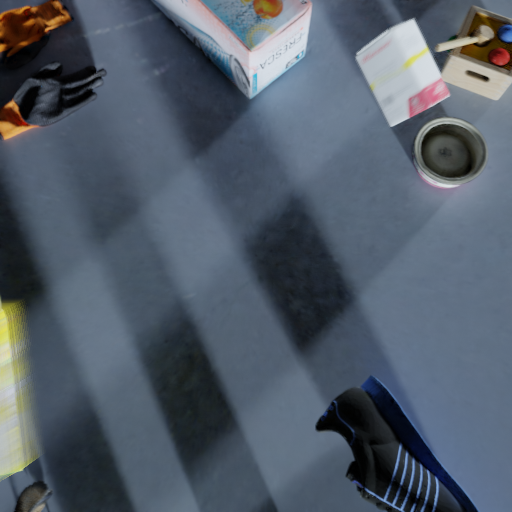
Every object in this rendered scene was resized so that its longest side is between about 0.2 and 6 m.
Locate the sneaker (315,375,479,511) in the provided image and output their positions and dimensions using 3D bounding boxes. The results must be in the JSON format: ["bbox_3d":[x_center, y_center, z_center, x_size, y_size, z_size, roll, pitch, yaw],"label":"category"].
[{"bbox_3d":[2.231,3.471,8.355,1.284,1.156,3.296,-35,72,-4],"label":"sneaker"}]

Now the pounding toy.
[{"bbox_3d":[4.043,-3.763,10.228,1.505,1.070,1.386,23,76,6],"label":"pounding toy"}]

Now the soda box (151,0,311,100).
[{"bbox_3d":[-1.114,-5.202,10.330,1.479,1.591,4.653,-40,79,-10],"label":"soda box"}]

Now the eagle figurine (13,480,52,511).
[{"bbox_3d":[-3.405,3.942,8.471,0.689,0.685,0.908,1,86,11],"label":"eagle figurine"}]

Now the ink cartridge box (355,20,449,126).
[{"bbox_3d":[2.100,-2.624,8.097,0.499,0.868,1.196,-33,98,-25],"label":"ink cartridge box"}]

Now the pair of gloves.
[{"bbox_3d":[-4.245,-3.609,10.583,2.324,0.322,2.608,-29,78,-8],"label":"pair of gloves"}]

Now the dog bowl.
[{"bbox_3d":[3.405,-1.794,10.015,1.310,0.483,1.310,0,76,0],"label":"dog bowl"}]

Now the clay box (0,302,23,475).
[{"bbox_3d":[-3.630,1.575,6.740,1.298,0.538,2.260,-7,72,-20],"label":"clay box"}]
